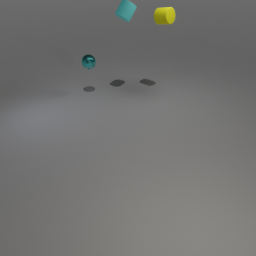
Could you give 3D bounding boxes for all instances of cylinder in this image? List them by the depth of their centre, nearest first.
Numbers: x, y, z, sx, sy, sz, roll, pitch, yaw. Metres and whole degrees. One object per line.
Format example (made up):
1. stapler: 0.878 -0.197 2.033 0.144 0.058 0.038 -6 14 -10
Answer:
1. cylinder: -0.097 -5.084 12.122 0.700 0.700 0.700 28 13 -7
2. cylinder: 1.626 -4.982 12.462 0.700 0.700 0.700 18 35 41

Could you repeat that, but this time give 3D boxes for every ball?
1. ball: -1.920 -3.233 13.670 0.700 0.700 0.700 0 32 0
